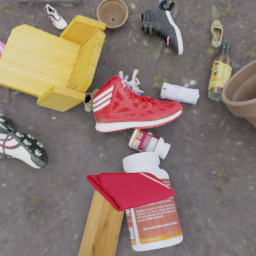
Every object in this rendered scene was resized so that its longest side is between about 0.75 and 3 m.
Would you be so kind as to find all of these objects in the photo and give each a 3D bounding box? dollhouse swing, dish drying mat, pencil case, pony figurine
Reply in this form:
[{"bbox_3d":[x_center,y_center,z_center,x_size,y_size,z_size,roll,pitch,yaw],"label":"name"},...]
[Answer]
[{"bbox_3d":[-2.647,-2.445,9.327,2.559,2.645,2.911,24,69,-27],"label":"dollhouse swing"},{"bbox_3d":[0.201,1.299,6.176,0.988,2.571,0.234,39,102,28],"label":"dish drying mat"},{"bbox_3d":[1.826,-1.228,9.953,1.338,0.607,0.556,13,72,3],"label":"pencil case"},{"bbox_3d":[-0.045,-1.543,9.987,1.111,0.958,1.151,-6,53,-2],"label":"pony figurine"}]

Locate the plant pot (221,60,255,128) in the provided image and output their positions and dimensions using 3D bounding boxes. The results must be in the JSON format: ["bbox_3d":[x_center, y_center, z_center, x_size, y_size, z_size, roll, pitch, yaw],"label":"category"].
[{"bbox_3d":[4.729,-0.784,8.777,2.705,2.705,2.359,-45,107,-14],"label":"plant pot"}]

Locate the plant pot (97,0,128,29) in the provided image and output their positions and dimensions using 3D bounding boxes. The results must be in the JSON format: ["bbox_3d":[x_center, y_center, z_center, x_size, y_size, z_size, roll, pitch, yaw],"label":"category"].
[{"bbox_3d":[-0.599,-4.384,11.004,1.220,0.563,1.220,0,81,0],"label":"plant pot"}]

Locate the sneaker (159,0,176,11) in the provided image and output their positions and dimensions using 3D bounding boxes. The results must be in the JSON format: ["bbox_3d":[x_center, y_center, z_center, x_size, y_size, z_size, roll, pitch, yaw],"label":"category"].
[{"bbox_3d":[1.105,-3.436,6.799,0.489,1.269,0.540,12,74,-20],"label":"sneaker"}]

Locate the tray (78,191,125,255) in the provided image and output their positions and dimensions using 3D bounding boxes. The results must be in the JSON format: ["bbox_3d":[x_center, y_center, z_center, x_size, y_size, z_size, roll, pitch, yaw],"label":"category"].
[{"bbox_3d":[-0.770,3.110,8.589,1.054,0.396,2.137,12,72,4],"label":"tray"}]

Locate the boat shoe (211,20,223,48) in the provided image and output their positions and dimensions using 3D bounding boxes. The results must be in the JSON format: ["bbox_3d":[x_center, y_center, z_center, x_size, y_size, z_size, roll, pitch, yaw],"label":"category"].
[{"bbox_3d":[3.506,-3.741,10.927,0.451,0.385,1.230,3,71,1],"label":"boat shoe"}]

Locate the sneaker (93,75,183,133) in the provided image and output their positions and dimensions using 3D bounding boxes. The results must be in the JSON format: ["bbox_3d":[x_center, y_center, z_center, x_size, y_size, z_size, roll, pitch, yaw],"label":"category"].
[{"bbox_3d":[0.277,-0.921,9.185,2.997,1.174,1.731,-12,110,-5],"label":"sneaker"}]

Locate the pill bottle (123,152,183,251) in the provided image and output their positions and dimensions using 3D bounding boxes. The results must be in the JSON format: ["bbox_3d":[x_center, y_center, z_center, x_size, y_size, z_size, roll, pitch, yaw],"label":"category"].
[{"bbox_3d":[0.623,2.123,8.332,1.478,1.478,2.635,-10,72,-3],"label":"pill bottle"}]

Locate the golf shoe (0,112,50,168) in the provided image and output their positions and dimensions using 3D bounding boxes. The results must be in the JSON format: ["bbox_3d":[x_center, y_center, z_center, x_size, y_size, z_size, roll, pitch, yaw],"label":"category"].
[{"bbox_3d":[-3.852,0.599,9.217,2.934,1.133,1.292,34,89,17],"label":"golf shoe"}]

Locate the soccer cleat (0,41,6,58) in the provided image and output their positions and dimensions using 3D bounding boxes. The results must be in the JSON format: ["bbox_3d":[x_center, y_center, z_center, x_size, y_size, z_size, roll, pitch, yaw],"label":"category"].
[{"bbox_3d":[-4.648,-2.848,10.462,2.321,0.774,0.887,16,66,8],"label":"soccer cleat"}]

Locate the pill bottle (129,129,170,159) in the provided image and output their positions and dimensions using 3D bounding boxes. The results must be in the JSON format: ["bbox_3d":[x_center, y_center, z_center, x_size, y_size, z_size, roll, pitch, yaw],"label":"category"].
[{"bbox_3d":[0.724,0.542,9.297,1.256,0.709,0.709,25,73,7],"label":"pill bottle"}]

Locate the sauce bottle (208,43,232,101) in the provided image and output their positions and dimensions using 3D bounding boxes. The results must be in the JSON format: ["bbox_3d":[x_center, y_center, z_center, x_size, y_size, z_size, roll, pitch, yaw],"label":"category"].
[{"bbox_3d":[3.403,-2.075,10.215,0.712,0.712,2.202,14,69,5],"label":"sauce bottle"}]

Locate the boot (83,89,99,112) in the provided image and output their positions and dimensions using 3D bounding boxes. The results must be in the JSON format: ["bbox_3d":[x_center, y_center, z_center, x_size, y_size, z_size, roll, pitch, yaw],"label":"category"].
[{"bbox_3d":[-1.271,-1.096,9.842,0.340,0.726,0.934,26,73,8],"label":"boot"}]

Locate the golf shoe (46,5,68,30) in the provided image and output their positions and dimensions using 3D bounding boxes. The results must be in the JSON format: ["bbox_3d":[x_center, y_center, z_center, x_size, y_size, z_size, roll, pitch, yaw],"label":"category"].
[{"bbox_3d":[-2.862,-4.349,11.075,0.459,0.524,1.189,-43,78,-14],"label":"golf shoe"}]

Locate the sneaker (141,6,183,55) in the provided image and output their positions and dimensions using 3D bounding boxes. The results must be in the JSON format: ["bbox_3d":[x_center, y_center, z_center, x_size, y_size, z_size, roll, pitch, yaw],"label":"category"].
[{"bbox_3d":[1.221,-3.627,10.694,1.195,0.852,2.410,-18,67,-4],"label":"sneaker"}]
